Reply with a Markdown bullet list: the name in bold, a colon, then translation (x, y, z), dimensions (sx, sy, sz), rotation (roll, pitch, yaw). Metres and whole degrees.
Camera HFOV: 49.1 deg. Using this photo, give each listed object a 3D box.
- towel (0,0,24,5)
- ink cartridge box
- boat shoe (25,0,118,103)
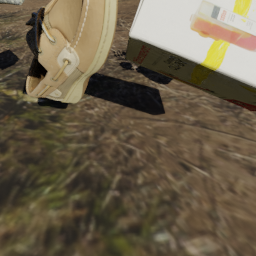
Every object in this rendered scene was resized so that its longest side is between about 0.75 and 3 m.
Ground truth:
- **towel**: translation (-1.044, -1.286, 1.817), dimensions (0.905, 0.940, 0.162), rotation (7, 3, 9)
- **ink cartridge box**: translation (1.267, -1.136, 4.053), dimensions (2.497, 1.042, 1.813), rotation (22, 4, -4)
- **boat shoe**: translation (-0.950, -1.202, 4.034), dimensions (0.963, 2.985, 1.064), rotation (-3, 66, -24)
